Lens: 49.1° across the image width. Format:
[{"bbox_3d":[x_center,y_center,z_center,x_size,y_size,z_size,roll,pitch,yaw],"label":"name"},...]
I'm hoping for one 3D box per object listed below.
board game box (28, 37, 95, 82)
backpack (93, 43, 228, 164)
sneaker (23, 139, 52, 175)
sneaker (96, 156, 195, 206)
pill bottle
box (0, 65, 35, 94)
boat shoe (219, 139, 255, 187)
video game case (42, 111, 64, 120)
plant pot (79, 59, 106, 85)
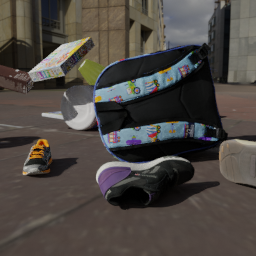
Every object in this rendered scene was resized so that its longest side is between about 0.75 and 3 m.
[{"bbox_3d":[-2.246,-2.395,9.695,1.441,0.367,2.143,-4,38,30],"label":"board game box"},{"bbox_3d":[0.555,-0.453,6.602,2.801,2.557,1.884,-15,4,-14],"label":"backpack"},{"bbox_3d":[-1.847,0.602,5.738,0.517,0.510,1.321,0,11,-11],"label":"sneaker"},{"bbox_3d":[0.372,0.897,4.291,1.623,0.615,0.711,-4,30,-19],"label":"sneaker"},{"bbox_3d":[-1.197,-0.883,11.182,1.644,1.644,2.746,5,10,27],"label":"pill bottle"},{"bbox_3d":[-3.970,-1.669,9.485,1.409,0.528,0.706,14,32,-3],"label":"box"},{"bbox_3d":[2.519,0.622,4.339,0.936,0.951,2.552,-3,11,-20],"label":"boat shoe"},{"bbox_3d":[-3.167,-0.667,14.242,1.786,0.197,1.626,9,12,38],"label":"video game case"},{"bbox_3d":[-1.748,-2.802,14.261,1.432,1.340,1.340,37,-5,-21],"label":"plant pot"}]
